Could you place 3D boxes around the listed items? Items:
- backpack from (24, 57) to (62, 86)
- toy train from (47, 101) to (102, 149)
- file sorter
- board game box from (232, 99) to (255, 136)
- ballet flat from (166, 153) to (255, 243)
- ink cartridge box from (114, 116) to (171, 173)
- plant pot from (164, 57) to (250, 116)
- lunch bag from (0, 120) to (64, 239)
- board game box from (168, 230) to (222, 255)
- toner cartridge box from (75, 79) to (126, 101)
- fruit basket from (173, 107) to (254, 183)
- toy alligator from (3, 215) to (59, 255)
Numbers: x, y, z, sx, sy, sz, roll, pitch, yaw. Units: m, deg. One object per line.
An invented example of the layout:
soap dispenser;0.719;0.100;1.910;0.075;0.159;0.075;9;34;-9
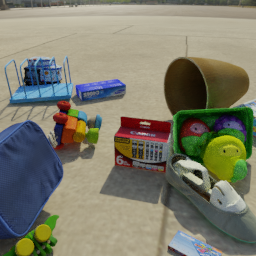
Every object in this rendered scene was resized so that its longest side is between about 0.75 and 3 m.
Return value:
backpack;-4.576;-3.125;15.353;1.933;1.563;2.029;8;24;-8
toy train;-1.730;0.224;9.390;1.685;1.233;2.912;10;26;-11
file sorter;-4.200;-2.419;13.513;2.808;1.723;1.948;-5;27;-5
board game box;5.516;-0.339;10.816;2.378;0.665;2.329;-18;33;-31
ballet flat;1.993;1.553;6.915;0.997;0.943;2.959;-17;32;-29
ink cartridge box;0.432;0.483;8.432;1.621;1.423;0.680;6;28;13
plant pot;3.325;-1.601;11.134;2.836;2.643;2.643;-12;30;-24
lunch bag;-3.018;1.258;6.294;1.853;1.902;2.800;-16;20;21
board game box;1.402;2.565;5.893;1.004;0.098;0.517;18;34;31
toner cartridge box;-1.359;-1.929;14.024;2.315;0.500;1.100;-12;31;-21
fruit basket;2.669;0.400;8.405;2.703;1.950;2.703;-3;10;0
toy alligator;-2.083;2.554;5.449;0.598;0.654;2.205;51;43;5
